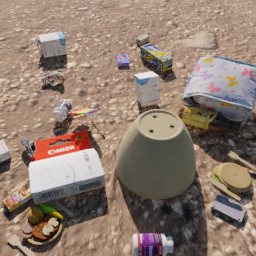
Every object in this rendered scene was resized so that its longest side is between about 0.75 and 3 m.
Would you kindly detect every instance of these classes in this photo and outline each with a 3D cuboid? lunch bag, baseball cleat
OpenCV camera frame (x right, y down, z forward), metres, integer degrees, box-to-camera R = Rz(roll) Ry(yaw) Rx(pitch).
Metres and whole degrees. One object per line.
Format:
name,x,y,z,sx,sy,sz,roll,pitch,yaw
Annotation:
lunch bag,3.966,-1.687,12.015,2.777,1.766,2.355,19,64,11
baseball cleat,-3.704,0.599,10.566,0.374,0.570,1.071,-5,45,-47

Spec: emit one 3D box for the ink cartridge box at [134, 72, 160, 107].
ink cartridge box,0.871,-1.718,12.657,0.897,1.395,0.874,-12,27,-12

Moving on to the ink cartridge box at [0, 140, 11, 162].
ink cartridge box,-4.960,0.968,10.414,0.967,0.415,0.708,-25,50,-26

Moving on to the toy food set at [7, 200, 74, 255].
toy food set,-2.600,2.895,8.421,1.234,0.359,1.787,24,49,24

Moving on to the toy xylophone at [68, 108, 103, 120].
toy xylophone,-1.714,-0.621,11.515,1.436,0.361,1.051,3,19,41

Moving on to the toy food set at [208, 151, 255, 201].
toy food set,3.634,1.717,9.736,1.316,0.383,1.906,35,48,22

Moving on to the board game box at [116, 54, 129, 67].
board game box,-0.300,-3.753,15.544,0.654,0.218,0.972,-4,44,-4

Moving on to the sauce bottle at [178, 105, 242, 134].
sauce bottle,3.321,-0.331,11.514,2.493,0.823,0.823,15,45,15

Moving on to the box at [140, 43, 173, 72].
box,1.542,-3.900,15.378,0.718,0.659,2.050,-25,49,-23

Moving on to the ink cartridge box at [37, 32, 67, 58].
ink cartridge box,-4.399,-4.777,16.051,1.549,0.996,0.970,-14,45,-15

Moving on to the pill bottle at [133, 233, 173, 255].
pill bottle,0.684,3.279,7.829,1.098,0.618,0.618,-1,43,-1

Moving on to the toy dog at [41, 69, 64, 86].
toy dog,-3.691,-2.487,14.097,1.189,0.573,0.784,-3,50,15

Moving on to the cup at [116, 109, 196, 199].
cup,1.013,0.603,9.592,2.923,2.091,2.923,0,43,0

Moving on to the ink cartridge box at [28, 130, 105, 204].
ink cartridge box,-2.327,1.087,10.074,2.372,0.700,2.963,-13,45,-14

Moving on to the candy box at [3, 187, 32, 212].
candy box,-3.612,2.321,9.138,0.447,0.216,0.766,34,51,32

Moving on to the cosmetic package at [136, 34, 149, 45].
cosmetic package,0.905,-5.428,17.223,0.409,0.346,0.792,34,53,31

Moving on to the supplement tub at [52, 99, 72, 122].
supplement tub,-2.838,-0.759,12.084,0.625,0.625,0.891,9,44,10

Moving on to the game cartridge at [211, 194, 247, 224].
game cartridge,3.215,2.556,8.931,0.976,0.187,0.633,25,45,24
